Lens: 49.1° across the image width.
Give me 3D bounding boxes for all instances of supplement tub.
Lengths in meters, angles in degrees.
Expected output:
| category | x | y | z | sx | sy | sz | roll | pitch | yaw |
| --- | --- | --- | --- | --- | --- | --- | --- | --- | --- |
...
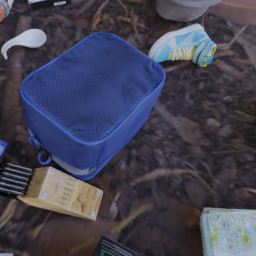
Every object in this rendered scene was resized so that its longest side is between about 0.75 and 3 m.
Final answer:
| category | x | y | z | sx | sy | sz | roll | pitch | yaw |
| --- | --- | --- | --- | --- | --- | --- | --- | --- | --- |
| supplement tub | -4.039 | -4.070 | 8.610 | 0.967 | 0.967 | 1.578 | 4 | 62 | 2 |

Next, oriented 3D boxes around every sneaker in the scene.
| category | x | y | z | sx | sy | sz | roll | pitch | yaw |
| --- | --- | --- | --- | --- | --- | --- | --- | --- | --- |
| sneaker | 1.599 | -2.080 | 7.705 | 1.909 | 0.759 | 1.246 | -29 | 65 | -13 |

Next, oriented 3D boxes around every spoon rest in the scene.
| category | x | y | z | sx | sy | sz | roll | pitch | yaw |
| --- | --- | --- | --- | --- | --- | --- | --- | --- | --- |
| spoon rest | -3.002 | -2.449 | 8.053 | 1.335 | 0.405 | 0.663 | -32 | 73 | -14 |

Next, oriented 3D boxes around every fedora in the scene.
| category | x | y | z | sx | sy | sz | roll | pitch | yaw |
| --- | --- | --- | --- | --- | --- | --- | --- | --- | --- |
| fedora | 1.668 | -4.035 | 8.494 | 2.518 | 1.137 | 2.227 | -31 | 68 | -23 |

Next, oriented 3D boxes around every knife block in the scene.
| category | x | y | z | sx | sy | sz | roll | pitch | yaw |
| --- | --- | --- | --- | --- | --- | --- | --- | --- | --- |
| knife block | -1.825 | 1.370 | 6.066 | 2.035 | 1.786 | 0.651 | 34 | 59 | -34 |

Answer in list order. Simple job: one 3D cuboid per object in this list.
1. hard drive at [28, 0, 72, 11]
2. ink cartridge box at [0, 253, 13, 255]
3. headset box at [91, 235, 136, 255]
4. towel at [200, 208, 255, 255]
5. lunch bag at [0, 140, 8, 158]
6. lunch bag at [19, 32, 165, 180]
| category | x | y | z | sx | sy | sz | roll | pitch | yaw |
| --- | --- | --- | --- | --- | --- | --- | --- | --- | --- |
| hard drive | -2.726 | -4.767 | 9.325 | 1.344 | 0.364 | 1.924 | -14 | 62 | -7 |
| ink cartridge box | -2.285 | 3.110 | 4.620 | 0.779 | 1.353 | 1.854 | -28 | 66 | -6 |
| headset box | -0.478 | 2.764 | 4.892 | 0.676 | 1.270 | 1.458 | 24 | 66 | 11 |
| towel | 2.237 | 2.467 | 5.525 | 1.485 | 0.418 | 1.735 | 0 | 63 | 1 |
| lunch bag | -4.306 | 0.753 | 6.106 | 2.954 | 1.390 | 2.224 | 28 | 66 | 0 |
| lunch bag | -0.808 | -0.339 | 6.084 | 2.027 | 1.974 | 2.983 | 39 | 59 | 13 |
